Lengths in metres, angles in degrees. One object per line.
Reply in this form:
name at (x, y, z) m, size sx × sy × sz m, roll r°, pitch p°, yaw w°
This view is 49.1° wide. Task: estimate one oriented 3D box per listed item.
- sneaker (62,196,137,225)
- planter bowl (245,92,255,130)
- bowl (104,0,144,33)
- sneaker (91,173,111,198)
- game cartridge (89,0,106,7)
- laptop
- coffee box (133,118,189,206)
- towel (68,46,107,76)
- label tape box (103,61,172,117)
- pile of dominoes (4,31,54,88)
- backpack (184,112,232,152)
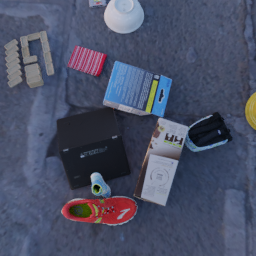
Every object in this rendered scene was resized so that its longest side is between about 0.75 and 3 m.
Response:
sneaker at (-0.995, 2.958, 9.856) m, size 2.690 × 1.142 × 1.036 m, roll -4°, pitch 76°, yaw -1°
planter bowl at (5.451, -0.676, 10.581) m, size 1.883 × 0.784 × 1.883 m, roll 0°, pitch 89°, yaw 23°
bowl at (-0.173, -5.065, 12.054) m, size 1.775 × 0.798 × 1.775 m, roll 0°, pitch 75°, yaw 0°
sneaker at (-0.977, 2.251, 10.003) m, size 0.473 × 0.777 × 1.190 m, roll -25°, pitch 119°, yaw 9°
game cartridge at (-1.364, -5.669, 12.547) m, size 0.752 × 0.154 × 0.501 m, roll -7°, pitch 72°, yaw -2°
laptop at (-1.378, 0.719, 10.954) m, size 2.360 × 1.461 × 2.520 m, roll -15°, pitch 105°, yaw -3°
coffee box at (1.141, 1.269, 10.050) m, size 1.124 × 1.591 × 2.816 m, roll 18°, pitch 76°, yaw 5°
towel at (-1.709, -2.847, 11.824) m, size 1.467 × 0.165 × 1.061 m, roll 18°, pitch 76°, yaw 5°
label tape box at (0.375, -1.446, 11.136) m, size 2.369 × 0.783 × 1.697 m, roll 17°, pitch 76°, yaw -7°
pile of dominoes at (-4.159, -2.844, 11.842) m, size 1.904 × 0.389 × 2.443 m, roll -15°, pitch 68°, yaw -3°
backpack at (2.895, 0.275, 10.629) m, size 1.564 × 1.203 × 1.276 m, roll -22°, pitch 79°, yaw -26°
